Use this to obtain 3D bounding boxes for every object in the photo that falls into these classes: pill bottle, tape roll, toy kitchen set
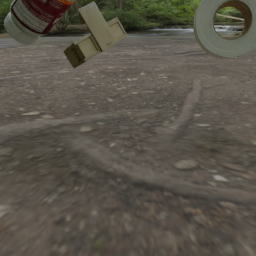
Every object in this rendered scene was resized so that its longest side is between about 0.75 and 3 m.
[{"bbox_3d":[-2.383,-3.247,7.511,2.039,1.164,1.164,-34,3,32],"label":"pill bottle"},{"bbox_3d":[2.928,-3.033,8.069,2.042,2.042,0.714,3,11,8],"label":"tape roll"},{"bbox_3d":[-0.974,-2.331,6.959,1.289,1.052,1.163,-37,17,-19],"label":"toy kitchen set"}]

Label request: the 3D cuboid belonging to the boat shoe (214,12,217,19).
[{"bbox_3d":[2.852,-3.781,9.423,0.284,0.791,0.267,10,28,-20],"label":"boat shoe"}]
